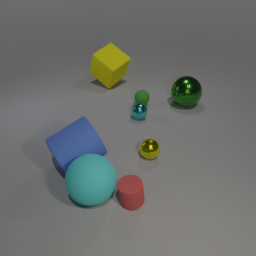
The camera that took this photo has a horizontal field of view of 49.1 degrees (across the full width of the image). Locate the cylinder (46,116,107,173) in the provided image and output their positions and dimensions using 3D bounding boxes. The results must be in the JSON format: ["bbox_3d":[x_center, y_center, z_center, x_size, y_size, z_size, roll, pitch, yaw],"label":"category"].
[{"bbox_3d":[-1.587,0.570,8.728,1.400,1.400,1.400,-33,40,-10],"label":"cylinder"}]

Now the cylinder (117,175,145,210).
[{"bbox_3d":[0.088,1.774,7.730,0.700,0.700,0.700,-5,36,4],"label":"cylinder"}]

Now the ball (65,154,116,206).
[{"bbox_3d":[-1.020,1.413,7.715,1.400,1.400,1.400,0,32,0],"label":"ball"}]

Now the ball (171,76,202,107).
[{"bbox_3d":[2.652,-1.651,12.716,1.400,1.400,1.400,0,32,0],"label":"ball"}]

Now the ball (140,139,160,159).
[{"bbox_3d":[0.746,0.711,9.547,0.700,0.700,0.700,0,32,0],"label":"ball"}]

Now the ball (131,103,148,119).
[{"bbox_3d":[0.482,-0.712,11.840,0.700,0.700,0.700,0,32,0],"label":"ball"}]

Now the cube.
[{"bbox_3d":[-0.937,-3.217,14.463,1.400,1.400,1.400,40,58,11],"label":"cube"}]

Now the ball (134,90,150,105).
[{"bbox_3d":[0.640,-1.396,12.814,0.700,0.700,0.700,0,32,0],"label":"ball"}]
